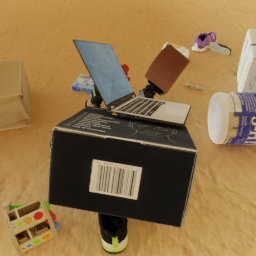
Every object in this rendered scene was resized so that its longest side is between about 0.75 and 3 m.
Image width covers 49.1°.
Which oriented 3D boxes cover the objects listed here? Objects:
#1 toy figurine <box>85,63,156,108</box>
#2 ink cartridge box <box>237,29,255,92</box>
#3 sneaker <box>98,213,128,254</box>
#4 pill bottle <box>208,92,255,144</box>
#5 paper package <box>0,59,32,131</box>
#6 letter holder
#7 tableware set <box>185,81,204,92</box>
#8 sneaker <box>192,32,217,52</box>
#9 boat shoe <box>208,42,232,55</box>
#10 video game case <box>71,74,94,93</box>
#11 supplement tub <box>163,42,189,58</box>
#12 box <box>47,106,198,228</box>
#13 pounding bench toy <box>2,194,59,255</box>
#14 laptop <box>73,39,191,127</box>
[{"bbox_3d":[-0.253,-0.975,9.682,1.977,1.397,2.008,37,50,2],"label":"toy figurine"},{"bbox_3d":[5.129,-2.444,11.092,1.115,1.967,2.683,10,44,11],"label":"ink cartridge box"},{"bbox_3d":[-0.372,1.896,6.943,0.834,0.963,2.326,-8,42,-9],"label":"sneaker"},{"bbox_3d":[4.110,-0.303,8.890,2.768,1.657,1.657,0,42,1],"label":"pill bottle"},{"bbox_3d":[-5.009,-1.134,9.992,2.820,1.459,2.688,-11,43,-11],"label":"paper package"},{"bbox_3d":[1.296,-2.095,10.080,1.061,0.751,1.493,37,84,-9],"label":"letter holder"},{"bbox_3d":[2.749,-1.710,11.630,0.775,0.155,0.513,18,33,11],"label":"tableware set"},{"bbox_3d":[4.017,-4.567,14.345,0.785,0.812,1.946,27,47,27],"label":"sneaker"},{"bbox_3d":[4.603,-4.006,14.032,1.165,0.441,0.351,35,52,18],"label":"boat shoe"},{"bbox_3d":[-1.650,-1.852,11.708,1.102,0.251,0.999,11,42,12],"label":"video game case"},{"bbox_3d":[2.217,-3.497,13.141,1.106,0.800,0.800,26,48,26],"label":"supplement tub"},{"bbox_3d":[-0.045,0.673,6.788,2.869,1.778,2.821,9,15,4],"label":"box"},{"bbox_3d":[-2.370,2.126,6.791,1.041,0.829,1.335,-22,46,-23],"label":"pounding bench toy"},{"bbox_3d":[0.343,-1.366,7.824,2.949,1.709,2.762,11,17,14],"label":"laptop"}]
